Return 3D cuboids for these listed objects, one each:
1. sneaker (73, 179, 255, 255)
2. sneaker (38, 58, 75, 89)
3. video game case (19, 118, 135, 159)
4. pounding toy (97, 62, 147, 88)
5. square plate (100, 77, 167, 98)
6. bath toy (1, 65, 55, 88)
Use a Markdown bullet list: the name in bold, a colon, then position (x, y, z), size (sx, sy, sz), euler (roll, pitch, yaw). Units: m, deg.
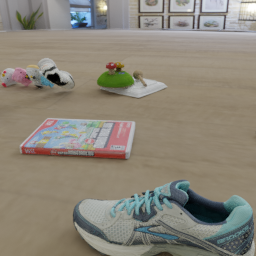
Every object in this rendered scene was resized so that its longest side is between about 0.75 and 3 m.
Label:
- **sneaker**: position (0.441, 1.155, 3.885), size (2.512, 1.084, 0.975), euler (5, 24, 12)
- **sneaker**: position (-2.623, -1.824, 10.515), size (0.705, 1.912, 0.765), euler (-33, 65, 12)
- **video game case**: position (-1.150, 0.207, 7.173), size (2.552, 0.223, 1.825), euler (2, 24, 5)
- **pounding toy**: position (-0.281, -2.215, 11.184), size (1.949, 0.904, 1.504), euler (-3, 24, -6)
- **square plate**: position (0.258, -1.781, 11.693), size (2.070, 0.294, 2.050), euler (18, 29, 36)
- **bath toy**: position (-4.304, -2.102, 11.686), size (2.516, 1.094, 0.930), euler (4, 46, 21)
